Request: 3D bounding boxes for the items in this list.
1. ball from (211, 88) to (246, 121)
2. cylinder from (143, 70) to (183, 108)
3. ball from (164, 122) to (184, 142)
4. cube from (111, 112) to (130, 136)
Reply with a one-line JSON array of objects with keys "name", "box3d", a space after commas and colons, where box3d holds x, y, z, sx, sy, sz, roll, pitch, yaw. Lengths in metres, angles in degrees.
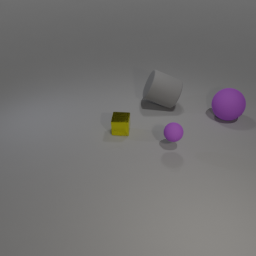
[{"name": "ball", "box3d": [4.337, -1.021, 12.099, 1.400, 1.400, 1.400, 0, 31, 0]}, {"name": "cylinder", "box3d": [1.580, -1.786, 12.935, 1.400, 1.400, 1.400, 20, 29, -11]}, {"name": "ball", "box3d": [1.617, 0.147, 9.950, 0.700, 0.700, 0.700, 0, 31, 0]}, {"name": "cube", "box3d": [-0.284, -0.168, 11.278, 0.700, 0.700, 0.700, 3, 39, 5]}]
